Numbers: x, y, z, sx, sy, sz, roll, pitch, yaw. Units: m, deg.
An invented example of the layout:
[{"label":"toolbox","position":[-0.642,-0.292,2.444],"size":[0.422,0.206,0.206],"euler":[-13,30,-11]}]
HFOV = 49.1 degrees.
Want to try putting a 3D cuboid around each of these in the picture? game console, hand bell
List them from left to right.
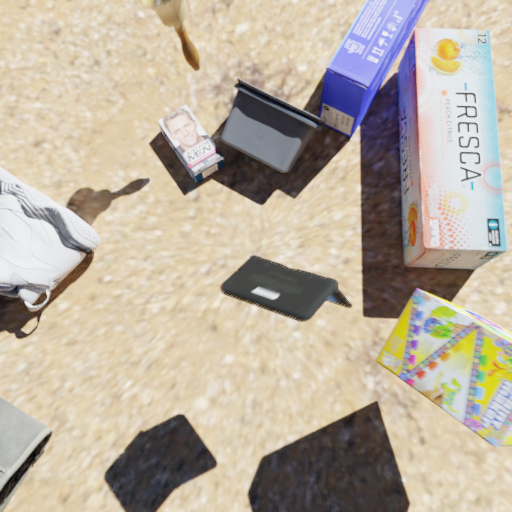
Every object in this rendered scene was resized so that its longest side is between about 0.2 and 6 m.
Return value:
[{"label":"hand bell","position":[-1.187,-3.519,8.806],"size":[0.783,1.504,0.783],"euler":[-8,57,12]},{"label":"game console","position":[0.385,0.516,6.921],"size":[1.264,0.736,1.112],"euler":[16,42,32]}]

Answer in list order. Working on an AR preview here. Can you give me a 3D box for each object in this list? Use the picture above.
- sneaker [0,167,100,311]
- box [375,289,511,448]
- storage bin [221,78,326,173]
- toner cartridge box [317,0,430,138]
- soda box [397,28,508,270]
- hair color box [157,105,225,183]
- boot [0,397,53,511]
[{"label":"sneaker","position":[-4.573,-0.445,9.917],"size":[3.222,1.211,1.852],"euler":[31,74,4]},{"label":"box","position":[2.890,1.452,7.217],"size":[1.768,1.836,1.120],"euler":[35,101,42]},{"label":"storage bin","position":[0.243,-2.394,10.568],"size":[1.758,1.279,1.181],"euler":[30,105,7]},{"label":"toner cartridge box","position":[2.453,-4.348,10.659],"size":[0.837,1.841,3.876],"euler":[28,76,7]},{"label":"soda box","position":[3.485,-1.959,10.258],"size":[1.460,1.357,4.270],"euler":[2,76,0]},{"label":"hair color box","position":[-1.253,-2.162,10.807],"size":[0.680,0.412,1.360],"euler":[-33,77,-8]},{"label":"boot","position":[-5.085,1.982,9.173],"size":[3.946,1.432,3.587],"euler":[28,91,14]}]
